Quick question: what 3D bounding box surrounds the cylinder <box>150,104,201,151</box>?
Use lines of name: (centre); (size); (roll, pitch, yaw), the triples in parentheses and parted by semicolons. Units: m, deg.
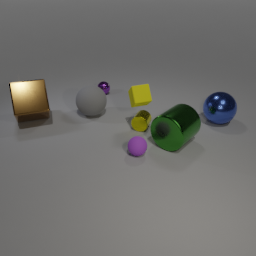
cylinder: (1.788, -0.041, 10.491); (1.400, 1.400, 1.400); (21, 35, 33)

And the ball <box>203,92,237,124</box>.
ball: (3.935, -0.856, 12.019); (1.400, 1.400, 1.400); (0, 29, 0)

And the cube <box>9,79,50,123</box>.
cube: (-4.162, -1.133, 11.954); (1.400, 1.400, 1.400); (-10, -8, -18)

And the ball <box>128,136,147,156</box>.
ball: (0.336, 0.641, 9.965); (0.700, 0.700, 0.700); (0, 29, 0)

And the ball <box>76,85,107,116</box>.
ball: (-1.668, -1.242, 12.711); (1.400, 1.400, 1.400); (0, 29, 0)

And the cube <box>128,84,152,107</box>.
cube: (0.465, -1.266, 11.031); (0.700, 0.700, 0.700); (-10, -7, -13)

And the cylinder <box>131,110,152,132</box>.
cylinder: (0.567, -0.305, 11.722); (0.700, 0.700, 0.700); (9, 30, 17)

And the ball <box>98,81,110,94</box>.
ball: (-1.316, -2.170, 15.153); (0.700, 0.700, 0.700); (0, 29, 0)
